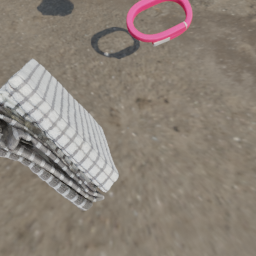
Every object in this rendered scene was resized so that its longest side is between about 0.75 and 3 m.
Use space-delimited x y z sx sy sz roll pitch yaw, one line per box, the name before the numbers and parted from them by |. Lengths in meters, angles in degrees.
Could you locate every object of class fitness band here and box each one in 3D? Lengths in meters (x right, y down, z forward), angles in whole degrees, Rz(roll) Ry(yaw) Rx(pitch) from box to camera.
fitness band | 0.909 -3.197 8.113 1.963 0.367 1.410 -26 78 -5

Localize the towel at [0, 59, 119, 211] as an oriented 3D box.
towel | -1.263 0.038 4.617 1.067 2.064 2.493 -41 24 3
